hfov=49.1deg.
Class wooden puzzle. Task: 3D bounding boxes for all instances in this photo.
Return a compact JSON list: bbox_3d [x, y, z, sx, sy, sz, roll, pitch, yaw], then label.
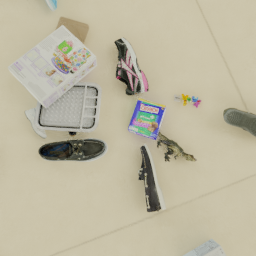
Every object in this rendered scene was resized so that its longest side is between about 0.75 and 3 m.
[{"bbox_3d":[-2.499,-3.906,12.038,1.364,0.275,1.475,17,86,3],"label":"wooden puzzle"}]

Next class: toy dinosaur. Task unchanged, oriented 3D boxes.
[{"bbox_3d":[1.605,0.713,11.023,2.301,0.546,1.014,45,43,11],"label":"toy dinosaur"}]

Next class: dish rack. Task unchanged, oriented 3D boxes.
[{"bbox_3d":[-2.344,-0.815,11.240,2.508,0.546,2.153,3,71,1],"label":"dish rack"}]

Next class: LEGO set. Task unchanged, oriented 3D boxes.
[{"bbox_3d":[2.441,-1.078,11.470,1.133,0.432,0.465,13,81,3],"label":"LEGO set"}]

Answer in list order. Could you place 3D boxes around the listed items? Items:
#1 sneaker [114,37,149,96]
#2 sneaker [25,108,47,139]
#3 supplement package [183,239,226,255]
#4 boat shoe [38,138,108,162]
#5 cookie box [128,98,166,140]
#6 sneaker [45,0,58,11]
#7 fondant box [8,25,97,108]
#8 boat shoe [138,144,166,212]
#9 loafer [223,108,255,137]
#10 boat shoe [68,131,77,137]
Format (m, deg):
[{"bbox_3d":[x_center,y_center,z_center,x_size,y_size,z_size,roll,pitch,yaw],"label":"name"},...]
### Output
[{"bbox_3d":[-0.093,-2.474,11.428,1.082,1.006,2.505,-24,80,-3],"label":"sneaker"},{"bbox_3d":[-3.615,-0.228,11.298,0.617,0.528,1.417,-30,82,-10],"label":"sneaker"},{"bbox_3d":[2.889,5.131,10.068,1.538,1.131,1.471,-28,82,-4],"label":"supplement package"},{"bbox_3d":[-2.147,0.899,10.963,2.696,0.763,0.925,-6,81,-1],"label":"boat shoe"},{"bbox_3d":[0.774,-0.370,11.242,1.182,0.519,1.381,17,80,11],"label":"cookie box"},{"bbox_3d":[-3.062,-5.945,12.080,1.097,0.668,1.680,-15,81,10],"label":"sneaker"},{"bbox_3d":[-2.912,-2.440,11.087,2.800,0.816,2.020,-43,79,-12],"label":"fondant box"},{"bbox_3d":[0.769,1.917,10.744,0.776,0.950,2.571,-16,81,5],"label":"boat shoe"},{"bbox_3d":[4.769,-0.300,11.114,2.296,0.800,0.863,23,111,-13],"label":"loafer"},{"bbox_3d":[-2.201,-0.226,11.365,0.430,0.358,1.152,5,79,3],"label":"boat shoe"}]
